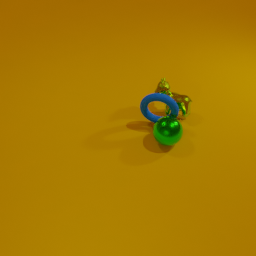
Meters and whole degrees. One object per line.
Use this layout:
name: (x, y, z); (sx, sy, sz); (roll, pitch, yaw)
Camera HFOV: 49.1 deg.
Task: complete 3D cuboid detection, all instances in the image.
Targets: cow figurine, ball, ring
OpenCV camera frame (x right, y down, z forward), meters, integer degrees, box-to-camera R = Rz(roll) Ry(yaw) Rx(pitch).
cow figurine: (1.401, -0.957, 8.645); (1.196, 1.176, 0.656); (5, 15, 23)
ball: (1.117, 0.084, 7.860); (0.847, 0.847, 0.847); (0, 44, 0)
ring: (0.907, -0.549, 8.168); (1.151, 1.151, 0.230); (11, 50, 11)
